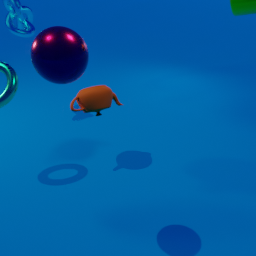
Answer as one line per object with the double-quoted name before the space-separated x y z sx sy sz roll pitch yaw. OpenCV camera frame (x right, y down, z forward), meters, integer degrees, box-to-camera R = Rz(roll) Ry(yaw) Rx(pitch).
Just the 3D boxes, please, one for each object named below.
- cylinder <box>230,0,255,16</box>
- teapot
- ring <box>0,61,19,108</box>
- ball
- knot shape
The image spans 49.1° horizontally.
"cylinder" 2.695 -2.883 5.691 1.029 1.029 1.029 5 29 31
"teapot" -0.704 -0.610 6.467 1.364 0.668 0.848 -14 2 -33
"ring" -2.760 -0.871 5.708 1.077 0.215 1.077 -2 74 6
"ball" -0.862 -0.919 3.569 0.718 0.718 0.718 0 31 0
"knot shape" -3.116 -3.102 8.091 0.596 1.289 1.207 -19 65 6
